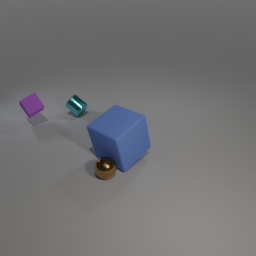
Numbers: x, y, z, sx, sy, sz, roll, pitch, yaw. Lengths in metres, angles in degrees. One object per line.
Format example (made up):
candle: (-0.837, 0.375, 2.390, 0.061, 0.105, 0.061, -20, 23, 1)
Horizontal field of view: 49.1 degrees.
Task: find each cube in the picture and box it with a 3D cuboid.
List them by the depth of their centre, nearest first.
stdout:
cube: (-0.274, 0.295, 9.297, 1.400, 1.400, 1.400, 23, 50, 37)
cube: (-3.923, -0.919, 11.430, 0.700, 0.700, 0.700, -36, 5, -21)

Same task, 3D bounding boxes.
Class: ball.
ball: (-0.706, 1.228, 8.723, 0.700, 0.700, 0.700, 0, 30, 0)

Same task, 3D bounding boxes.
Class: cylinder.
cylinder: (-2.250, -0.983, 12.325, 0.700, 0.700, 0.700, 40, 39, 5)
